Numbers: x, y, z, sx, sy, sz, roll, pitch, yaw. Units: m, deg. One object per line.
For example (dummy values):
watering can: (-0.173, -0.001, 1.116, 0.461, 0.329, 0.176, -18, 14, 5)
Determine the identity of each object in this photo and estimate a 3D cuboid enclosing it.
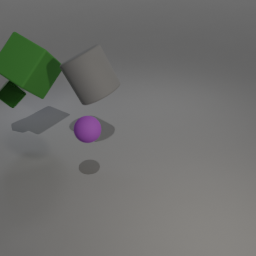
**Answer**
cube: (-3.293, -2.034, 9.337, 1.400, 1.400, 1.400, 32, -2, 14)
cube: (-4.079, -1.198, 9.778, 0.700, 0.700, 0.700, -50, 28, -4)
ball: (-1.039, 0.035, 7.185, 0.700, 0.700, 0.700, 0, 30, 0)
cylinder: (-1.162, -1.649, 8.709, 1.400, 1.400, 1.400, -25, 21, 10)
